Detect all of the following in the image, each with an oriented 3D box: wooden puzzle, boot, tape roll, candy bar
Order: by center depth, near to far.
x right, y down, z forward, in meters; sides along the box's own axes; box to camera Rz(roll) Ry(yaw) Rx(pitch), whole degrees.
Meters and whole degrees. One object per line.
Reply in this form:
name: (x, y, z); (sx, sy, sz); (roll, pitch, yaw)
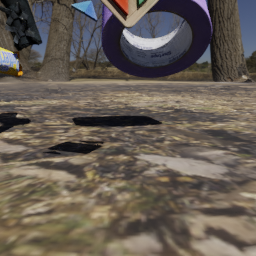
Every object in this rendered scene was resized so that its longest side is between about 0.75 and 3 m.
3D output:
wooden puzzle: (-0.017, -2.033, 3.970); (1.012, 1.501, 0.175); (36, -10, -8)
candy bar: (-2.935, -1.560, 6.179); (0.330, 0.743, 2.981); (-6, 7, -2)
tape roll: (0.701, -2.673, 7.438); (2.802, 1.191, 2.802); (-1, -30, 0)
boot: (-2.850, -3.141, 7.518); (0.829, 1.835, 2.240); (-17, 25, 2)
